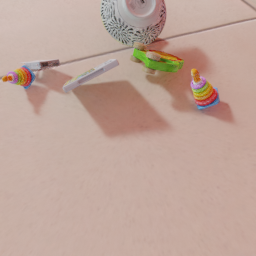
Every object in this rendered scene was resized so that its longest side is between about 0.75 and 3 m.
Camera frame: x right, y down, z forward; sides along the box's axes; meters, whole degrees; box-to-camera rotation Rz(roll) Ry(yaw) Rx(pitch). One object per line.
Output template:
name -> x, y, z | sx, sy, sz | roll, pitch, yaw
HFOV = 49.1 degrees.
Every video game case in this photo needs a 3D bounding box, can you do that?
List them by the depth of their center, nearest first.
video game case -> -1.091, -1.551, 8.128 | 1.610, 0.203, 1.770 | -28, 16, -2

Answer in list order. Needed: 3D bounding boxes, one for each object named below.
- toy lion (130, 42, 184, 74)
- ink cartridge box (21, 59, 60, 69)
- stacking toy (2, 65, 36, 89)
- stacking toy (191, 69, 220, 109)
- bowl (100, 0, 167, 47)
toy lion -> 1.047, -2.131, 8.797 | 1.713, 0.614, 1.787 | 5, 27, -23
ink cartridge box -> -2.879, -2.051, 9.053 | 1.062, 0.303, 0.863 | 1, 18, 32
stacking toy -> -3.381, -1.502, 8.382 | 0.594, 0.628, 1.083 | 45, 23, 3
stacking toy -> 2.064, -1.191, 7.964 | 0.695, 1.266, 0.735 | -18, 44, 26
bowl -> 0.299, -3.953, 9.128 | 2.348, 1.102, 2.348 | -1, 95, -10
